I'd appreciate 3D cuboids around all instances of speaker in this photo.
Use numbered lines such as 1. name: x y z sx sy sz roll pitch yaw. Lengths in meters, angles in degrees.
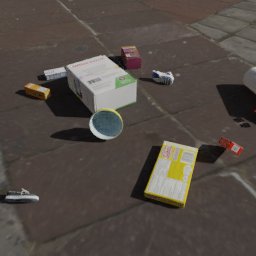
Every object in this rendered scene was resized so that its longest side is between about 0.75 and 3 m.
1. speaker: 6.041 -1.705 12.095 1.027 1.027 2.530 -6 34 -7

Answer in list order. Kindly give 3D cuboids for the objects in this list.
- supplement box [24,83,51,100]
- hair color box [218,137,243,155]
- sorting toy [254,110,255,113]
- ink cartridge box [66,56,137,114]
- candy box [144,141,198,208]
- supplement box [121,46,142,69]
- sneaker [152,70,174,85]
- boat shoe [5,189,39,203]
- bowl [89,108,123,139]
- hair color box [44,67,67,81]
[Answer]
1. supplement box: -4.097 -1.660 12.696 1.198 0.399 0.412 21 42 22
2. hair color box: 3.511 0.603 9.653 0.471 0.284 0.928 30 7 -6
3. sorting toy: 5.751 -0.539 11.369 1.663 0.281 0.802 -15 41 -38
4. ink cartridge box: -1.223 -1.960 12.426 2.037 1.181 2.814 -23 45 -24
5. candy box: 1.471 1.403 9.147 1.241 0.321 2.428 11 41 17
6. supplement box: 0.164 -3.784 15.007 0.804 0.624 1.457 -8 41 -10
7. sneaker: 1.774 -2.512 13.711 1.132 0.457 0.654 26 43 18
8. boat shoe: -3.152 2.022 8.393 1.007 0.372 0.344 -3 53 10
9. bowl: -0.790 -0.251 10.284 1.211 1.211 0.652 -1 28 -1
10. hair color box: -3.635 -2.712 13.997 1.003 0.303 0.501 -16 43 -17
